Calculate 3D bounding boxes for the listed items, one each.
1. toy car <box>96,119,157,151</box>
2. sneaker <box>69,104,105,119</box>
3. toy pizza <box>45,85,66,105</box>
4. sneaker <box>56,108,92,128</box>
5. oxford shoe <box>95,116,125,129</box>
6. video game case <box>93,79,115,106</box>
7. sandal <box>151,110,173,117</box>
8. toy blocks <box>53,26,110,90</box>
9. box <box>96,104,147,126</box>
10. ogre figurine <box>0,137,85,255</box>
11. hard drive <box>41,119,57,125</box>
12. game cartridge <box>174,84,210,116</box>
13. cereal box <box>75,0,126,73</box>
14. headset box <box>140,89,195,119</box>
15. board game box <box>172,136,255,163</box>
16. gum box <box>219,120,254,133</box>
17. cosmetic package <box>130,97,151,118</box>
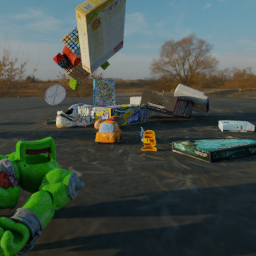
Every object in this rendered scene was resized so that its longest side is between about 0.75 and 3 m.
[{"bbox_3d":[0.020,0.120,7.845,2.107,0.701,1.033,4,9,31],"label":"toy car"},{"bbox_3d":[-2.081,-0.876,14.567,1.933,0.779,1.416,4,3,-13],"label":"sneaker"},{"bbox_3d":[-6.893,-3.130,26.738,2.110,2.110,0.334,1,-17,6],"label":"toy pizza"},{"bbox_3d":[-2.168,-0.449,11.675,0.662,0.768,1.751,4,7,39],"label":"sneaker"},{"bbox_3d":[-0.589,-0.115,10.705,1.403,0.500,0.512,-16,34,-42],"label":"oxford shoe"},{"bbox_3d":[-1.361,-1.776,16.350,1.484,2.074,0.185,-8,11,-43],"label":"video game case"},{"bbox_3d":[2.006,-1.031,15.719,2.840,1.156,0.698,4,-30,25],"label":"sandal"},{"bbox_3d":[-1.615,-2.850,10.138,1.374,2.749,1.879,46,4,19],"label":"toy blocks"},{"bbox_3d":[-0.237,-0.584,12.332,0.909,0.835,2.596,7,10,38],"label":"box"},{"bbox_3d":[-1.314,0.661,3.255,1.151,0.942,1.920,-21,8,-37],"label":"ogre figurine"},{"bbox_3d":[-3.463,-0.281,12.568,0.637,0.173,0.912,-5,9,-32],"label":"hard drive"},{"bbox_3d":[3.476,-1.494,15.216,1.879,0.586,2.821,22,-5,21],"label":"game cartridge"},{"bbox_3d":[-0.737,-2.841,8.191,0.439,2.221,1.598,37,64,16],"label":"cereal box"},{"bbox_3d":[1.883,-1.171,13.751,1.860,0.939,2.503,19,9,32],"label":"headset box"},{"bbox_3d":[2.245,0.468,6.886,1.930,0.272,1.305,-4,9,-29],"label":"board game box"},{"bbox_3d":[4.077,-0.069,10.637,1.087,0.285,1.279,2,8,12],"label":"gum box"},{"bbox_3d":[0.699,-1.106,15.049,0.922,1.108,0.927,3,9,22],"label":"cosmetic package"}]
